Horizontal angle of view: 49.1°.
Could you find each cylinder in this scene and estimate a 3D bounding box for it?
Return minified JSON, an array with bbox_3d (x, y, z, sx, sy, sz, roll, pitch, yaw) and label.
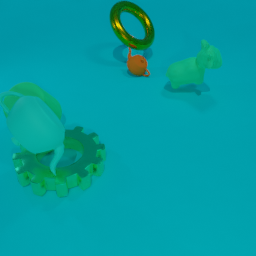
[{"bbox_3d":[-2.222,-0.446,6.623,1.006,1.006,1.006,-2,78,10],"label":"cylinder"}]

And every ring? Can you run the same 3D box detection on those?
[{"bbox_3d":[0.179,-3.618,9.891,1.900,1.900,0.380,-39,7,-40],"label":"ring"}]

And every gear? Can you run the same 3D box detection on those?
[{"bbox_3d":[-1.435,0.625,6.002,1.881,0.348,1.881,1,36,-1],"label":"gear"}]

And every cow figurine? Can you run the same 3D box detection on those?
[{"bbox_3d":[1.827,-1.751,7.957,1.576,1.551,0.865,-12,75,10],"label":"cow figurine"}]

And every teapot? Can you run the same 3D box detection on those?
[{"bbox_3d":[-1.717,0.046,5.184,0.879,1.796,1.117,-39,7,-2],"label":"teapot"},{"bbox_3d":[0.321,-2.176,9.408,1.157,0.567,0.720,49,49,2],"label":"teapot"}]
